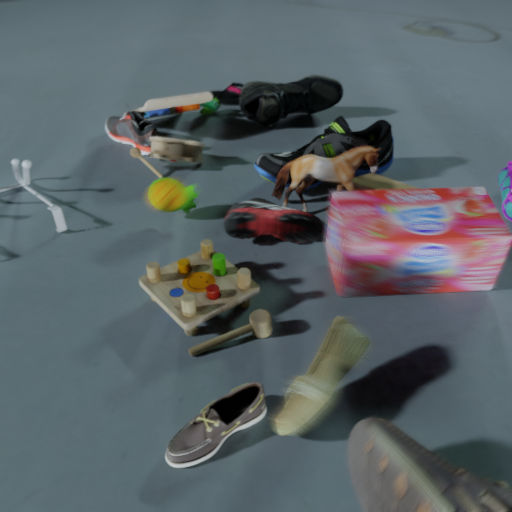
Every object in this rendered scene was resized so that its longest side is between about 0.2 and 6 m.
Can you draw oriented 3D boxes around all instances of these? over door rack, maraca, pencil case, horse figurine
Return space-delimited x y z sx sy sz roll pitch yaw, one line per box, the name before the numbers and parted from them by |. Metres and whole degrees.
over door rack | -5.716 -1.201 12.088 2.202 0.993 2.981 -24 43 -29
maraca | -1.798 -1.289 12.090 1.067 0.732 0.571 11 13 0
pencil case | 5.858 -1.455 12.611 0.707 0.768 1.662 -15 26 28
horse figurine | 1.429 -1.644 12.207 2.404 1.593 0.600 5 3 19

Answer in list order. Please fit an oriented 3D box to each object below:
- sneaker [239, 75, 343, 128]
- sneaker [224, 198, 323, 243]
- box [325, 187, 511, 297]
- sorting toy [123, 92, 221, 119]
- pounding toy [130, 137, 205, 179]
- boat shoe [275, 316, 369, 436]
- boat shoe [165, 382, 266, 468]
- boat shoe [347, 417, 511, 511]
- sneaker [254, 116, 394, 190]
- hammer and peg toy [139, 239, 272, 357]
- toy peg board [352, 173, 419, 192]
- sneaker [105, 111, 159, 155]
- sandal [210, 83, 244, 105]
sneaker | 0.996 -4.494 16.507 3.125 1.195 1.790 1 37 6
sneaker | 0.352 -0.777 11.663 2.052 0.725 1.002 3 29 -7
box | 2.861 -0.268 10.285 2.939 1.403 1.465 -2 45 -3
sorting toy | -2.121 -4.275 16.206 2.967 0.437 2.193 -16 10 -27
pounding toy | -2.258 -2.488 14.312 1.814 1.040 1.037 6 7 -8
boat shoe | 0.836 1.687 7.937 0.607 0.704 1.930 44 66 4
boat shoe | -0.543 2.277 7.688 1.628 0.485 0.585 -24 42 -29
boat shoe | 2.369 3.106 6.130 1.230 1.250 3.357 -14 46 -34
sneaker | 1.650 -2.559 13.465 3.721 1.542 1.319 -14 37 -18
hammer and peg toy | -0.832 0.678 9.628 1.665 0.798 2.263 -24 42 -30
toy peg board | 2.828 -1.335 12.725 1.284 0.628 1.278 26 28 30
sneaker | -3.340 -3.592 15.374 0.921 0.979 2.390 -30 45 -35
sandal | -0.340 -5.205 17.955 2.527 0.569 0.949 7 36 10
